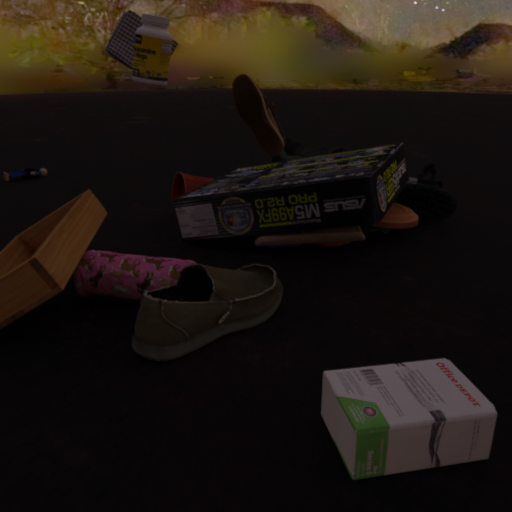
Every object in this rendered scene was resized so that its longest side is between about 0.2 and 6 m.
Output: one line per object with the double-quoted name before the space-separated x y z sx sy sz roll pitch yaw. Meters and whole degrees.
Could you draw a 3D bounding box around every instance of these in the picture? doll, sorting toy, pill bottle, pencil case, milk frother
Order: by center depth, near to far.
"pill bottle" -1.528 -3.030 8.257 0.537 0.955 0.537 9 20 -3
"pencil case" -1.795 0.346 8.406 1.867 0.808 0.773 6 28 15
"sorting toy" 1.483 -0.520 11.177 2.956 0.435 2.185 -3 16 3
"milk frother" 3.676 -1.691 13.186 1.139 1.211 1.093 14 29 33
"doll" -6.694 -2.398 16.298 1.185 0.287 0.808 -14 22 -33

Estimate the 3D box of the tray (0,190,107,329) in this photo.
"tray" -3.337 0.056 8.474 1.650 0.620 3.346 -31 19 7

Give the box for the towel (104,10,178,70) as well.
"towel" -2.472 -4.473 11.990 1.283 1.062 0.549 29 11 -22

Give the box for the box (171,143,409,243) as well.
"box" 0.792 -1.302 11.273 3.981 0.881 3.189 -4 17 25

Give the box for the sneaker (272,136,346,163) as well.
"sneaker" 1.458 -2.513 15.376 1.852 1.236 3.234 -4 24 -14

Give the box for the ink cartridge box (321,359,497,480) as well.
"ink cartridge box" 1.452 1.558 5.531 1.390 0.584 1.011 -4 21 -10

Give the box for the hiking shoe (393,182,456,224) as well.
"hiking shoe" 3.187 -1.310 12.564 2.461 0.916 1.067 5 23 13

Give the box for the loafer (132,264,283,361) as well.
"loafer" -0.549 0.557 7.688 0.984 0.911 2.616 16 26 35

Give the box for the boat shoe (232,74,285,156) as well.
"boat shoe" 0.094 -2.519 9.957 0.545 1.510 0.543 -26 11 31

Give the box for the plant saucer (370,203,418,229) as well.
"plant saucer" 2.565 -0.885 11.437 1.477 0.238 1.477 4 20 -1

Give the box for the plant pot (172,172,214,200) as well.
"plant pot" -1.317 -1.400 12.869 0.985 1.013 1.013 -1 19 -25
